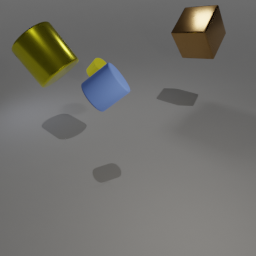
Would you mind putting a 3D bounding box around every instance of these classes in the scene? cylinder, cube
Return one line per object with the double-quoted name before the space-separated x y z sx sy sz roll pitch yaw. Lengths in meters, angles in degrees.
"cylinder" -2.450 -2.168 8.380 1.400 1.400 1.400 -37 10 7
"cylinder" -1.350 -2.578 12.251 0.700 0.700 0.700 23 49 -29
"cylinder" -0.432 -0.794 5.494 0.700 0.700 0.700 -35 28 14
"cube" 2.758 -3.681 10.860 1.400 1.400 1.400 14 68 38
